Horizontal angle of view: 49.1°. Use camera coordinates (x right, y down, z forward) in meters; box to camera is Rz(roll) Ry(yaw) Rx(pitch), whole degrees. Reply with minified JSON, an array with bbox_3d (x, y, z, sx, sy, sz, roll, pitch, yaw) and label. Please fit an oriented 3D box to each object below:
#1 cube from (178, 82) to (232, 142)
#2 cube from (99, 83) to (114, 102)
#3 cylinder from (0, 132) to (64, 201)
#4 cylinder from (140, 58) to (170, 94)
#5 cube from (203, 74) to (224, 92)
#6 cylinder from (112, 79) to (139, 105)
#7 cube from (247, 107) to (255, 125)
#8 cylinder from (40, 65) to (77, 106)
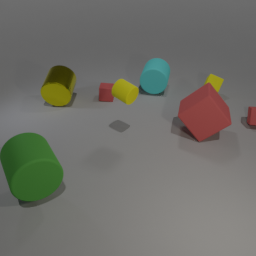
[{"bbox_3d":[2.922,-0.617,10.721,1.400,1.400,1.400,-34,16,29],"label":"cube"},{"bbox_3d":[-1.046,-1.768,13.823,0.700,0.700,0.700,4,31,0],"label":"cube"},{"bbox_3d":[-2.693,1.055,7.798,1.400,1.400,1.400,-17,38,-26],"label":"cylinder"},{"bbox_3d":[1.405,-2.678,14.390,1.400,1.400,1.400,7,37,11],"label":"cylinder"},{"bbox_3d":[4.162,-2.136,13.775,0.700,0.700,0.700,25,-4,4],"label":"cube"},{"bbox_3d":[-0.101,-1.280,9.900,0.700,0.700,0.700,33,43,25],"label":"cylinder"},{"bbox_3d":[5.347,-0.491,11.514,0.700,0.700,0.700,4,10,13],"label":"cube"},{"bbox_3d":[-3.243,-1.987,13.190,1.400,1.400,1.400,2,47,3],"label":"cylinder"}]
